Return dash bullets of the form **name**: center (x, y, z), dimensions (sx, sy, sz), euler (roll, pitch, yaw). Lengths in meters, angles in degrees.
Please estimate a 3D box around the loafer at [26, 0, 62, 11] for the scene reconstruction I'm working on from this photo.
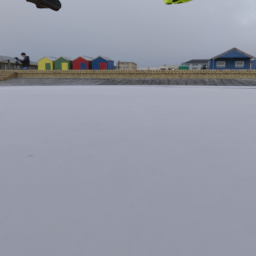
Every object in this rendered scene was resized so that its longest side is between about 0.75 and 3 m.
- **loafer**: center (-2.090, -3.106, 6.888), dimensions (1.001, 0.357, 0.365), euler (27, 49, 4)

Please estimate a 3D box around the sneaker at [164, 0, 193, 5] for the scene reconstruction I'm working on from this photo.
- **sneaker**: center (1.065, -2.928, 5.322), dimensions (0.676, 0.763, 1.826), euler (-7, 0, -3)
